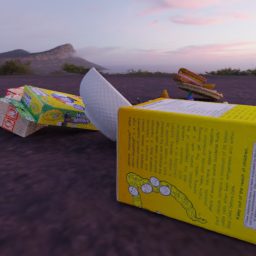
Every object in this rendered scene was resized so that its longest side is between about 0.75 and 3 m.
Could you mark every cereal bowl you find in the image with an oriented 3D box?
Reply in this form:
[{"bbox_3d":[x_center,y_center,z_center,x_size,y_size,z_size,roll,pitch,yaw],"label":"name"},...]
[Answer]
[{"bbox_3d":[-0.375,-0.380,7.197,2.370,0.987,2.370,44,5,-5],"label":"cereal bowl"}]

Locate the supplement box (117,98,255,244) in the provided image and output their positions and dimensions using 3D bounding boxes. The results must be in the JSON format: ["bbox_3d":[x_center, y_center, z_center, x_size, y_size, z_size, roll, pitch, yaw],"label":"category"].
[{"bbox_3d":[1.359,0.464,4.046,2.745,1.503,1.494,9,15,31],"label":"supplement box"}]

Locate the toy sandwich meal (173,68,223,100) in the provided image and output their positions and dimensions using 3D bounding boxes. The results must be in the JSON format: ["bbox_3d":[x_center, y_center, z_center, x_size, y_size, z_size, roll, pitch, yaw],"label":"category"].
[{"bbox_3d":[3.972,-2.452,15.733,2.992,1.025,2.992,18,7,-2],"label":"toy sandwich meal"}]

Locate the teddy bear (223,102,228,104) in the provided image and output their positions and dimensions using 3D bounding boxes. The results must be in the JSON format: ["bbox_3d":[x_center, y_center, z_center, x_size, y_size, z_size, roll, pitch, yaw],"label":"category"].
[{"bbox_3d":[4.110,-0.554,10.190,1.458,0.671,2.010,-8,15,-37],"label":"teddy bear"}]

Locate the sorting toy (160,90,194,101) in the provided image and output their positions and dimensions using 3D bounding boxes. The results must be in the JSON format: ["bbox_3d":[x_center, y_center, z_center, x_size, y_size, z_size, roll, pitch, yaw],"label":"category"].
[{"bbox_3d":[2.532,-1.651,14.618,2.196,0.756,0.761,-7,15,-26],"label":"sorting toy"}]

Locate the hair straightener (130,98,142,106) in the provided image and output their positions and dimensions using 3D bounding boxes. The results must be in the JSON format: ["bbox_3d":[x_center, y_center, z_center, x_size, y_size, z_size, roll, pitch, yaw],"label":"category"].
[{"bbox_3d":[0.370,-0.754,10.631,2.161,0.832,0.442,6,17,24],"label":"hair straightener"}]

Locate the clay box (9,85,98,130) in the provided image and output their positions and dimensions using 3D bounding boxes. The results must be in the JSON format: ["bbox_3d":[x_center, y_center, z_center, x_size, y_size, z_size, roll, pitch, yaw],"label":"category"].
[{"bbox_3d":[-2.043,-0.603,8.400,2.544,0.606,1.462,9,22,-45],"label":"clay box"}]

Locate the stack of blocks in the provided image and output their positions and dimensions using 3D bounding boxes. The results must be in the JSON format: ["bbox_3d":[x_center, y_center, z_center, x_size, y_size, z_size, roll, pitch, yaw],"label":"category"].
[{"bbox_3d":[-3.321,-0.651,9.223,1.493,0.759,2.593,24,16,2],"label":"stack of blocks"}]
